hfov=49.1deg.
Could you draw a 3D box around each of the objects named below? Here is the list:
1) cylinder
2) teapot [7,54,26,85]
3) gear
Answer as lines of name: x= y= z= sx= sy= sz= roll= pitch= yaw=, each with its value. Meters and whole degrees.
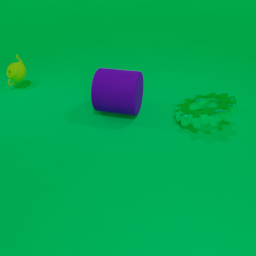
cylinder: x=-0.297 y=-1.135 z=8.724 sx=1.352 sy=1.352 sz=1.352 roll=7 pitch=34 yaw=12
teapot: x=-4.082 y=-2.085 z=10.172 sx=0.726 sy=1.167 sz=0.571 roll=27 pitch=7 yaw=32
gear: x=2.308 y=-0.569 z=8.361 sx=1.761 sy=0.326 sz=1.761 roll=-14 pitch=24 yaw=6
